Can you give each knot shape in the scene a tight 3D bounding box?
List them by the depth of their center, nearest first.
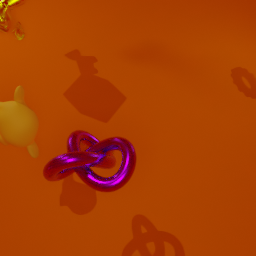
[{"bbox_3d":[-0.585,0.452,4.479,1.396,0.645,1.306,-3,20,-2],"label":"knot shape"}]

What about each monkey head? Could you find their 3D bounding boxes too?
[{"bbox_3d":[-2.273,-2.205,5.107,0.932,1.296,0.781,-35,30,2],"label":"monkey head"},{"bbox_3d":[-2.118,-0.142,5.499,0.881,1.462,1.052,0,23,13],"label":"monkey head"}]
